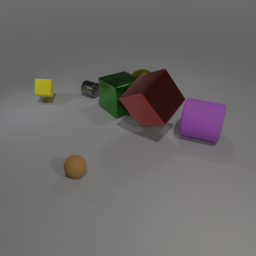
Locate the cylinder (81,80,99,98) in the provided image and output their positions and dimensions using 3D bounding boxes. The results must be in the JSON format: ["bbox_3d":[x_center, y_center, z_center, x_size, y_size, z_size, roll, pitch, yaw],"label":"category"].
[{"bbox_3d":[-1.774,-1.881,13.430,0.700,0.700,0.700,21,37,30],"label":"cylinder"}]

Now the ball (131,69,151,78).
[{"bbox_3d":[0.663,-2.035,13.038,1.400,1.400,1.400,0,32,0],"label":"ball"}]

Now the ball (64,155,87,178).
[{"bbox_3d":[-1.606,1.161,8.534,0.700,0.700,0.700,0,32,0],"label":"ball"}]

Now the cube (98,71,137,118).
[{"bbox_3d":[-0.315,-1.477,12.122,1.400,1.400,1.400,-20,37,-29],"label":"cube"}]

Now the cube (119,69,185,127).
[{"bbox_3d":[0.849,-1.018,9.851,1.400,1.400,1.400,-49,25,-24],"label":"cube"}]

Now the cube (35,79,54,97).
[{"bbox_3d":[-3.799,-1.815,12.754,0.700,0.700,0.700,3,-1,-5],"label":"cube"}]

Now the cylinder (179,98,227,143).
[{"bbox_3d":[2.711,-0.294,10.180,1.400,1.400,1.400,13,34,16],"label":"cylinder"}]
